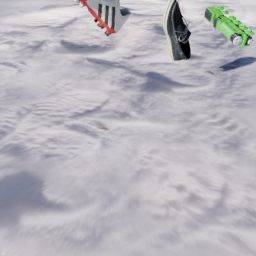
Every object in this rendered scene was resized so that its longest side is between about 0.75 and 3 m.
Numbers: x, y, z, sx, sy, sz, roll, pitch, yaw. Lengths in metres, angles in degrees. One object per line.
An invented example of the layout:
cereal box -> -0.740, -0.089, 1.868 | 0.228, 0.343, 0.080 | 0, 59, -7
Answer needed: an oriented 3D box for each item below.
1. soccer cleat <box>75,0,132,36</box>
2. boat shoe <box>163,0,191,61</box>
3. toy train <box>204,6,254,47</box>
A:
soccer cleat -> -0.666, -2.998, 6.360 | 0.929, 2.180, 0.748 | -39, 58, 10
boat shoe -> 0.777, -1.459, 4.257 | 0.343, 1.100, 0.411 | 17, 62, 27
toy train -> 2.545, -2.657, 7.230 | 0.554, 0.410, 1.964 | -6, 44, -11
